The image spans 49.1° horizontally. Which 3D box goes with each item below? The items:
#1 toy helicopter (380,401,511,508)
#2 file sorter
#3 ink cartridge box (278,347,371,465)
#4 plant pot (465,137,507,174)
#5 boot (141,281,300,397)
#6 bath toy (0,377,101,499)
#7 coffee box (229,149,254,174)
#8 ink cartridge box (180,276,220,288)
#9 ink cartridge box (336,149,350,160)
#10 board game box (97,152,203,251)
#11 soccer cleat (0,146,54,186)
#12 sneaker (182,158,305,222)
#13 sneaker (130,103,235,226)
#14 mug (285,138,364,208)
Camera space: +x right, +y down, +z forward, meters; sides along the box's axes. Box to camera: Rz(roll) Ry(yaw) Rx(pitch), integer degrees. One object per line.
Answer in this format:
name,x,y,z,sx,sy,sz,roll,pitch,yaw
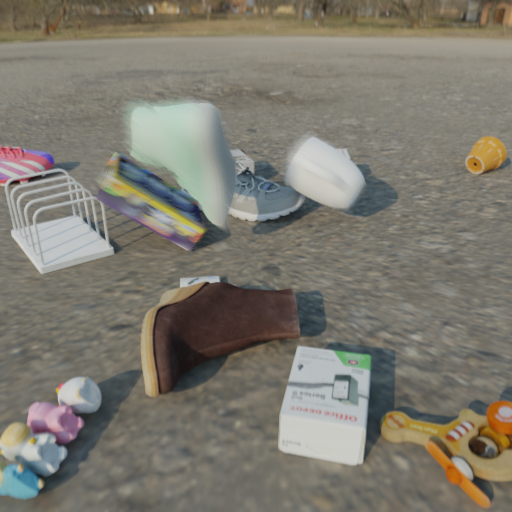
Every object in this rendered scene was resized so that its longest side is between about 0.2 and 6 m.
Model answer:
toy helicopter,2.145,2.111,6.236,1.618,0.638,1.070,4,35,32
file sorter,-3.891,-0.756,10.916,1.402,1.258,2.021,-18,33,-31
ink cartridge box,0.862,1.751,6.754,0.978,0.563,1.340,6,28,11
plant pot,6.121,-2.638,15.118,0.825,0.901,0.901,-35,41,-25
boot,-0.422,1.030,7.783,2.075,0.902,2.494,-1,24,2
bath toy,-2.388,1.975,6.370,0.585,0.689,1.584,-29,15,27
coffee box,-0.422,-2.272,14.494,0.476,0.683,1.194,-8,29,-14
ink cartridge box,-0.948,0.562,9.542,0.683,0.153,0.602,-3,26,-6
ink cartridge box,1.759,-2.213,14.210,1.156,0.836,0.840,1,27,1
board game box,-2.082,-1.101,11.129,2.030,0.576,1.678,31,18,-22
soccer cleat,-6.726,-2.390,14.161,3.126,1.195,1.043,-17,31,-28
sneaker,-0.368,-1.541,12.484,2.931,1.202,1.095,8,28,14
sneaker,-1.282,-1.600,9.807,1.562,2.648,0.975,7,54,15
mug,1.408,-1.615,11.316,1.344,1.132,1.533,33,10,14
